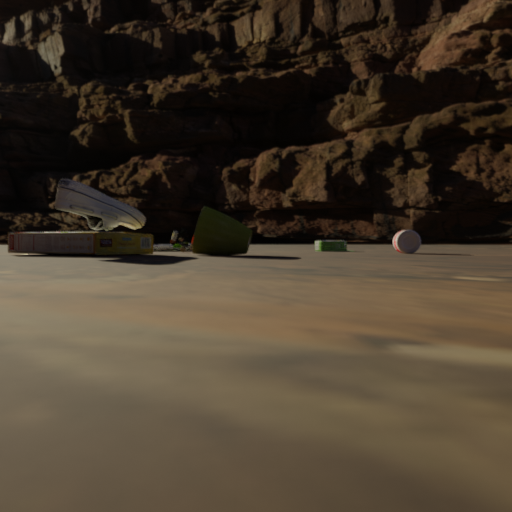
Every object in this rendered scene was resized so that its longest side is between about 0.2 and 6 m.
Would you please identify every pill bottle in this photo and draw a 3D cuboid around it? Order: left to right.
[{"bbox_3d":[3.574,-0.331,13.379,0.564,0.564,1.005,0,1,7],"label":"pill bottle"}]

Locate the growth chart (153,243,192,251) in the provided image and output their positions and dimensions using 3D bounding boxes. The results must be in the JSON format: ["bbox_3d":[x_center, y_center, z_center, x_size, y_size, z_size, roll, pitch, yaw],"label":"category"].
[{"bbox_3d":[-2.791,-0.255,17.134,2.009,0.246,2.777,-1,1,-11],"label":"growth chart"}]

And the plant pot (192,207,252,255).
[{"bbox_3d":[-0.655,-0.402,11.529,1.073,1.004,1.004,15,2,3],"label":"plant pot"}]

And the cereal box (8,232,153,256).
[{"bbox_3d":[-3.713,-0.265,11.908,2.497,0.494,1.797,1,2,29],"label":"cereal box"}]

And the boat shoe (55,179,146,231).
[{"bbox_3d":[-3.198,-0.868,11.588,0.781,0.713,2.171,7,-13,32],"label":"boat shoe"}]

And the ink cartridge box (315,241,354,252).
[{"bbox_3d":[2.288,-0.283,16.228,1.070,0.317,0.555,0,2,-14],"label":"ink cartridge box"}]

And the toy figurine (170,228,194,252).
[{"bbox_3d":[-1.899,-0.392,14.664,0.621,0.432,0.612,30,26,21],"label":"toy figurine"}]
